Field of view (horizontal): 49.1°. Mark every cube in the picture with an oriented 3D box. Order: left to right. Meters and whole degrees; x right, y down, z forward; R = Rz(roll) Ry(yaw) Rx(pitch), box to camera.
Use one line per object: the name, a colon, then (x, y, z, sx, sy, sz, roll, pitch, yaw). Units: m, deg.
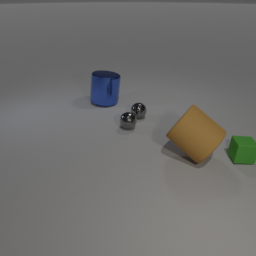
cube: (3.872, 0.732, 9.434, 0.700, 0.700, 0.700, 4, 27, -1)

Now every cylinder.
cylinder: (-1.123, -1.970, 13.758, 1.400, 1.400, 1.400, 6, 25, -3)
cylinder: (2.217, 0.187, 9.194, 1.400, 1.400, 1.400, 41, 38, 6)

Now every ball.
ball: (0.010, -0.310, 11.461, 0.700, 0.700, 0.700, 0, 28, 0)
ball: (0.471, -0.776, 12.376, 0.700, 0.700, 0.700, 0, 28, 0)
